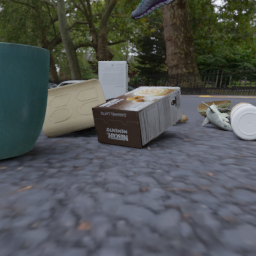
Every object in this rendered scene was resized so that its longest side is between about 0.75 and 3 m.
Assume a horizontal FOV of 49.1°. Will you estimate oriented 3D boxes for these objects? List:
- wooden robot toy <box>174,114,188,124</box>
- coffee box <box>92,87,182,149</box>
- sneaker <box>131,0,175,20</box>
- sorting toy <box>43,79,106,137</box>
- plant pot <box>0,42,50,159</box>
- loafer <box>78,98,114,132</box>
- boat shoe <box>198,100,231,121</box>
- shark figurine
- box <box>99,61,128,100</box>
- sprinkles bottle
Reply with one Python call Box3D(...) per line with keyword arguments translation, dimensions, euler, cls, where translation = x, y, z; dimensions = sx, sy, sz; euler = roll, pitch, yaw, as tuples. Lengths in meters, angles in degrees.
Box3D(translation=(1.834, -0.439, 10.020), dimensions=(0.661, 0.642, 1.457), euler=(12, 11, 9), cls="wooden robot toy")
Box3D(translation=(0.313, -0.359, 6.801), dimensions=(1.236, 0.862, 2.162), euler=(6, 23, 34), cls="coffee box")
Box3D(translation=(0.744, -4.139, 8.858), dimensions=(1.815, 0.795, 0.676), euler=(-14, 33, 37), cls="sneaker")
Box3D(translation=(-1.856, -0.483, 7.776), dimensions=(2.526, 0.338, 1.882), euler=(-14, 45, -5), cls="sorting toy")
Box3D(translation=(-2.615, -0.458, 5.204), dimensions=(2.382, 1.912, 2.382), euler=(-2, 8, 0), cls="plant pot")
Box3D(translation=(-1.000, -0.497, 8.969), dimensions=(0.916, 0.937, 2.567), euler=(7, 11, 39), cls="loafer")
Box3D(translation=(3.370, -0.617, 10.606), dimensions=(0.894, 0.764, 2.438), euler=(3, 10, 39), cls="boat shoe")
Box3D(translation=(2.755, -0.354, 9.132), dimensions=(1.182, 0.825, 1.978), euler=(35, 23, 7), cls="shark figurine")
Box3D(translation=(-0.688, -1.988, 13.891), dimensions=(1.315, 2.474, 1.883), euler=(1, 8, 2), cls="box")
Box3D(translation=(3.257, -0.256, 7.727), dimensions=(0.816, 0.816, 2.391), euler=(3, 9, 18), cls="sprinkles bottle")
